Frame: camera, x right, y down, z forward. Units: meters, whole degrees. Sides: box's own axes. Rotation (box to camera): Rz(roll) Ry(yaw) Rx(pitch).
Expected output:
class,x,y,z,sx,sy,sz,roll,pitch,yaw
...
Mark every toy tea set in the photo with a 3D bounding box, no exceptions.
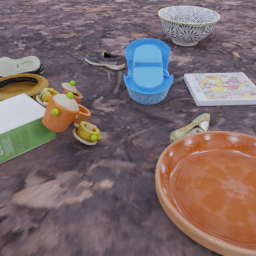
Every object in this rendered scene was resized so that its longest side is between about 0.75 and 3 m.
class,x,y,z,sx,sy,sz,roll,pitch,yaw
toy tea set,-1.406,-0.643,6.848,1.440,0.896,2.421,20,22,-35

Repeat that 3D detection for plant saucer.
class,x,y,z,sx,sy,sz,roll,pitch,yaw
plant saucer,2.005,1.092,5.234,2.999,0.484,2.999,1,35,0

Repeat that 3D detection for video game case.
class,x,y,z,sx,sy,sz,roll,pitch,yaw
video game case,2.967,-1.268,8.840,2.058,0.235,1.873,-1,35,-2

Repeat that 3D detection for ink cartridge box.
class,x,y,z,sx,sy,sz,roll,pitch,yaw
ink cartridge box,-3.125,0.166,6.298,2.579,0.765,1.339,-28,44,-34

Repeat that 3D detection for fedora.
class,x,y,z,sx,sy,sz,roll,pitch,yaw
fedora,-3.105,-0.966,7.987,1.736,0.708,1.736,0,34,0

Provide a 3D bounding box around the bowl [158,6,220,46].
class,x,y,z,sx,sy,sz,roll,pitch,yaw
bowl,2.637,-4.474,12.531,2.660,1.248,2.660,0,38,0

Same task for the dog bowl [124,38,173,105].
class,x,y,z,sx,sy,sz,roll,pitch,yaw
dog bowl,0.608,-1.754,8.640,1.416,0.630,2.540,0,52,2

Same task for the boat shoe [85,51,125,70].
class,x,y,z,sx,sy,sz,roll,pitch,yaw
boat shoe,-0.871,-2.631,10.526,1.710,0.554,0.615,20,39,26

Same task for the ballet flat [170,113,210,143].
class,x,y,z,sx,sy,sz,roll,pitch,yaw
ballet flat,1.607,0.073,6.723,1.340,0.474,0.474,-26,42,-26

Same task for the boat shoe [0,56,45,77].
class,x,y,z,sx,sy,sz,roll,pitch,yaw
boat shoe,-3.889,-2.099,9.858,1.937,0.696,0.655,-1,-4,10
